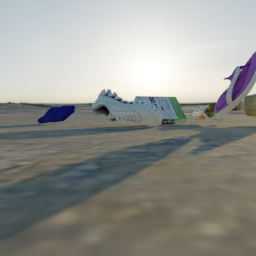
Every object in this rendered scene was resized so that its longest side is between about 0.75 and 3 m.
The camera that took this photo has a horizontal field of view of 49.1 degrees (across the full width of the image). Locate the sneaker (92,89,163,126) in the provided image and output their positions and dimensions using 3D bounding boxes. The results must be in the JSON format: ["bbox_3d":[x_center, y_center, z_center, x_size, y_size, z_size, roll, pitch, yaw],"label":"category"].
[{"bbox_3d":[-0.069,-0.487,9.293,2.447,0.920,0.992,19,44,19],"label":"sneaker"}]

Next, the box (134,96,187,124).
[{"bbox_3d":[1.273,-0.716,11.112,1.842,1.329,0.335,-2,-41,-18],"label":"box"}]

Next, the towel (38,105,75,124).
[{"bbox_3d":[-2.861,-0.513,11.322,1.378,0.341,1.018,-4,36,33],"label":"towel"}]

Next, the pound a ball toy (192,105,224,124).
[{"bbox_3d":[3.134,-0.430,11.180,0.524,0.804,1.233,-42,6,-8],"label":"pound a ball toy"}]

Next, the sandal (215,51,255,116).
[{"bbox_3d":[2.628,-1.041,7.020,0.542,0.897,2.205,15,-37,-3],"label":"sandal"}]

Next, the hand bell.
[{"bbox_3d":[4.338,-0.867,11.461,2.943,1.533,1.533,-2,2,40],"label":"hand bell"}]
